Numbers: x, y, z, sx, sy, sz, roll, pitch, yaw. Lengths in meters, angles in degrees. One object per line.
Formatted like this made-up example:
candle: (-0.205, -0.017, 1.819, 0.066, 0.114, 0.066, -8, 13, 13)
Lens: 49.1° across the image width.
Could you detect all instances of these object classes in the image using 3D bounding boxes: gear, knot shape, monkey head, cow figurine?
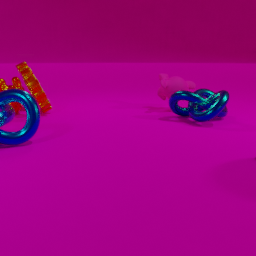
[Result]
gear: (-3.146, -1.350, 9.385, 0.326, 1.763, 1.763, -31, 24, -15)
knot shape: (2.277, -0.696, 8.314, 1.891, 0.874, 1.769, -4, 11, -12)
monkey head: (1.577, -1.563, 9.994, 1.635, 1.176, 0.985, -4, -17, -33)
cow figurine: (-3.990, -1.001, 9.781, 0.921, 1.651, 1.678, -9, 52, -11)
knot shape: (-3.023, -0.324, 6.118, 1.898, 0.877, 1.776, -24, 52, -26)
